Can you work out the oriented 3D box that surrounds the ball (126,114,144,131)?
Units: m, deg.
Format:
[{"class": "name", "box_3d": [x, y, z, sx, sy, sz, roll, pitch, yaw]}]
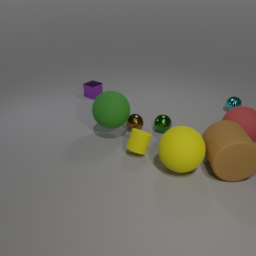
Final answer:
[{"class": "ball", "box_3d": [0.268, -0.213, 11.005, 0.700, 0.700, 0.700, 0, 28, 0]}]

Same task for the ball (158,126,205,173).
[{"class": "ball", "box_3d": [1.618, 0.639, 8.474, 1.400, 1.400, 1.400, 0, 28, 0]}]

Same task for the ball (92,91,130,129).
[{"class": "ball", "box_3d": [-0.615, -0.667, 10.292, 1.400, 1.400, 1.400, 0, 28, 0]}]

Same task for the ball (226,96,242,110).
[{"class": "ball", "box_3d": [4.753, -1.066, 12.579, 0.700, 0.700, 0.700, 0, 28, 0]}]

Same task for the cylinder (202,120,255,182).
[{"class": "cylinder", "box_3d": [3.106, 0.675, 8.602, 1.400, 1.400, 1.400, 0, 28, -1]}]

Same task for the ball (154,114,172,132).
[{"class": "ball", "box_3d": [1.361, -0.181, 10.950, 0.700, 0.700, 0.700, 0, 28, 0]}]

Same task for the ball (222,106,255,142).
[{"class": "ball", "box_3d": [4.052, -0.075, 9.970, 1.400, 1.400, 1.400, 0, 28, 0]}]

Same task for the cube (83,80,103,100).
[{"class": "cube", "box_3d": [-1.763, -1.934, 14.194, 0.700, 0.700, 0.700, 21, 36, 33]}]

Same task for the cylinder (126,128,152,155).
[{"class": "cylinder", "box_3d": [0.366, 0.452, 9.498, 0.700, 0.700, 0.700, 19, 7, -2]}]
